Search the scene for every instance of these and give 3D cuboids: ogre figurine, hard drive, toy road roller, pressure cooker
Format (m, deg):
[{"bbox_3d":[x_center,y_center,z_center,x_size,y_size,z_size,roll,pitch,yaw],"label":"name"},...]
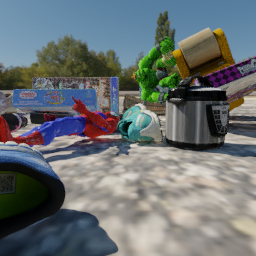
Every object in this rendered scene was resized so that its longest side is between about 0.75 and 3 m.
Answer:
[{"bbox_3d":[0.896,-1.603,8.664,1.316,2.195,1.077,-20,-6,42],"label":"ogre figurine"},{"bbox_3d":[-1.931,-0.211,7.089,1.028,0.169,0.718,3,-12,-16],"label":"hard drive"},{"bbox_3d":[2.946,-1.746,9.788,1.832,2.981,2.176,-25,28,14],"label":"toy road roller"},{"bbox_3d":[1.147,-0.291,4.793,1.067,1.195,1.051,1,7,1],"label":"pressure cooker"}]

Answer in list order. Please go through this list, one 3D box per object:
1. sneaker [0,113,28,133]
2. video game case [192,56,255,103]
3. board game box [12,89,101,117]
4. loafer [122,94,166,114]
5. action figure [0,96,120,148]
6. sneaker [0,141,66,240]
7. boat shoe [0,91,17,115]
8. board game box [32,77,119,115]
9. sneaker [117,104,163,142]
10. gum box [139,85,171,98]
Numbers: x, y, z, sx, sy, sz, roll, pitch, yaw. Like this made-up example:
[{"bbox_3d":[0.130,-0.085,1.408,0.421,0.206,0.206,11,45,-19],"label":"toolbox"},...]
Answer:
[{"bbox_3d":[-2.488,-0.019,5.447,1.212,0.487,0.523,-3,0,17],"label":"sneaker"},{"bbox_3d":[2.583,-1.036,7.261,2.499,0.447,2.265,-22,-13,-9],"label":"video game case"},{"bbox_3d":[-1.720,-0.553,7.526,1.873,0.453,2.476,-1,-7,-3],"label":"board game box"},{"bbox_3d":[0.942,-0.978,11.464,2.604,0.819,0.936,-5,9,-35],"label":"loafer"},{"bbox_3d":[-1.016,-0.057,4.789,0.906,0.716,2.770,-18,-7,34],"label":"action figure"},{"bbox_3d":[-1.181,0.391,1.496,1.813,0.712,0.808,-5,6,-37],"label":"sneaker"},{"bbox_3d":[-5.237,-0.972,10.950,1.041,0.937,2.885,1,7,4],"label":"boat shoe"},{"bbox_3d":[-1.815,-1.149,10.481,2.894,1.401,2.307,-1,7,-4],"label":"board game box"},{"bbox_3d":[0.114,-0.100,5.631,0.692,0.674,1.738,-10,10,-11],"label":"sneaker"},{"bbox_3d":[1.262,-1.396,13.087,1.452,1.234,0.323,3,8,21],"label":"gum box"}]
